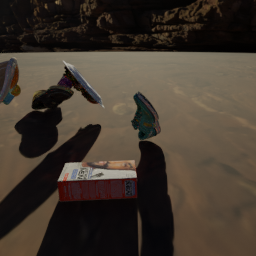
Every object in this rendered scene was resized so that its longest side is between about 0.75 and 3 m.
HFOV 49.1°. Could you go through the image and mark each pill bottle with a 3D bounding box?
[{"bbox_3d":[-2.195,-1.413,9.587,0.475,0.844,0.475,36,-2,1],"label":"pill bottle"}]

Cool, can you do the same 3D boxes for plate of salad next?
[{"bbox_3d":[-1.259,-1.128,7.653,0.404,1.683,1.683,-40,21,3],"label":"plate of salad"}]

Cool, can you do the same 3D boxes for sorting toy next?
[{"bbox_3d":[-3.920,-0.687,7.268,2.194,1.172,1.975,-13,38,7],"label":"sorting toy"}]

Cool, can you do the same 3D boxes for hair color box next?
[{"bbox_3d":[-0.419,0.751,4.084,1.079,0.345,0.598,-2,17,-2],"label":"hair color box"}]

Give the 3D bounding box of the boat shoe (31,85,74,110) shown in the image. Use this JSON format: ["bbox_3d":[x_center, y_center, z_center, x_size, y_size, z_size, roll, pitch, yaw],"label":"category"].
[{"bbox_3d":[-2.258,-0.830,8.303,1.786,0.579,0.654,-6,-26,45],"label":"boat shoe"}]

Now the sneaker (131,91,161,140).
[{"bbox_3d":[0.323,-0.177,5.722,0.539,1.353,0.524,-28,51,-5],"label":"sneaker"}]
